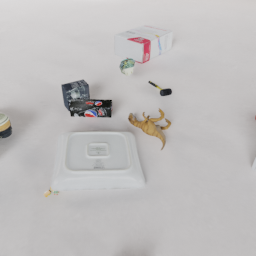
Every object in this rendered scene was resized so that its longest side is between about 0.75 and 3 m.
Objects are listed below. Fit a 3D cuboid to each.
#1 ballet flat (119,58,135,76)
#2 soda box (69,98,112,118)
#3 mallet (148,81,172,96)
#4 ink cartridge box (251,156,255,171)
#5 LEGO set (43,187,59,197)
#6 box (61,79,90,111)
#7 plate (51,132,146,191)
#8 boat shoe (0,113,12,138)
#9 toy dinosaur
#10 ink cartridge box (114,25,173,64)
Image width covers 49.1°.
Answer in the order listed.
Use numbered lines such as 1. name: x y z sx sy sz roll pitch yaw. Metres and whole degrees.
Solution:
1. ballet flat: -0.001 -2.690 12.570 0.739 0.739 1.990 -1 8 -1
2. soda box: -1.443 -0.778 11.036 1.631 0.517 0.577 2 42 2
3. mallet: 1.346 -1.864 13.006 0.521 0.325 1.581 -18 35 -31
4. ink cartridge box: 4.966 0.840 8.122 2.146 1.571 0.921 23 42 28
5. LEGO set: -1.892 1.652 8.148 0.532 0.431 1.157 -13 29 41
6. box: -2.162 -1.369 11.663 0.996 1.013 0.628 -18 40 -23
7. plate: -0.946 0.847 8.898 2.720 0.441 2.726 1 34 -8
8. boat shoe: -4.999 -0.147 10.210 2.559 0.796 0.955 12 41 42
9. toy dinosaur: 0.985 0.055 10.152 1.332 0.757 2.508 -39 40 -14
10. ink cartridge box: 0.932 -5.014 16.484 2.187 1.268 2.963 27 42 32
